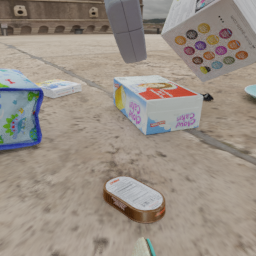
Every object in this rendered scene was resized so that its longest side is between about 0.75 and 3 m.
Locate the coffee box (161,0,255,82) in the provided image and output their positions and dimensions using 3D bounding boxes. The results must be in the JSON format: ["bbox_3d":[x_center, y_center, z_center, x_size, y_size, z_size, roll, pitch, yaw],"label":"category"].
[{"bbox_3d":[2.431,-2.853,7.525,2.010,2.030,2.033,-16,45,45],"label":"coffee box"}]

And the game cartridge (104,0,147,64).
[{"bbox_3d":[-0.061,-1.920,4.317,0.509,1.631,2.449,-7,-3,6],"label":"game cartridge"}]

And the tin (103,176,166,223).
[{"bbox_3d":[0.089,1.135,4.629,0.669,0.250,1.196,-16,26,-43],"label":"tin"}]

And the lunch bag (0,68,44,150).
[{"bbox_3d":[-3.670,-0.474,6.559,2.770,1.765,2.355,-3,20,-34],"label":"lunch bag"}]

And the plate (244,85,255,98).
[{"bbox_3d":[5.593,-1.150,10.121,2.634,0.337,2.634,1,23,0],"label":"plate"}]

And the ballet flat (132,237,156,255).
[{"bbox_3d":[0.206,1.747,2.700,0.529,0.573,1.698,-15,24,-9],"label":"ballet flat"}]

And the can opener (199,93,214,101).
[{"bbox_3d":[2.712,-1.147,10.298,0.858,0.337,0.272,17,66,42],"label":"can opener"}]

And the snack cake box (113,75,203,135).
[{"bbox_3d":[0.739,-0.841,8.499,1.648,0.963,2.866,-6,23,-18],"label":"snack cake box"}]

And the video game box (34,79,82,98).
[{"bbox_3d":[-2.899,-1.602,11.208,1.553,0.363,1.414,16,25,35],"label":"video game box"}]
